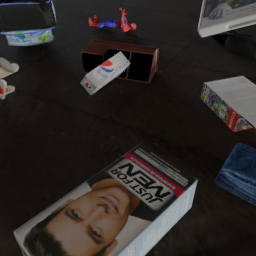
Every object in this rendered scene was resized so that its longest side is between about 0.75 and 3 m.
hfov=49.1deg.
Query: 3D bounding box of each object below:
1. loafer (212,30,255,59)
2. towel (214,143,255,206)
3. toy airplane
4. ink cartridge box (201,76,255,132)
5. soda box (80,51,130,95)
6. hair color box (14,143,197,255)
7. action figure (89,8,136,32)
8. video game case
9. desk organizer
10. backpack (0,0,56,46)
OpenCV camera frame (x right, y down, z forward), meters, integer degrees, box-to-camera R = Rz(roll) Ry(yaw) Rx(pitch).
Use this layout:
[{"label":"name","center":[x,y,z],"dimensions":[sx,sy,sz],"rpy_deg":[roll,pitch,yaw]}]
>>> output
[{"label":"loafer","center":[4.145,-3.201,10.725],"dimensions":[0.870,0.842,2.479],"rpy_deg":[-15,36,-11]},{"label":"towel","center":[3.055,1.112,5.458],"dimensions":[2.403,0.583,1.342],"rpy_deg":[24,44,27]},{"label":"toy airplane","center":[-4.220,-1.584,8.301],"dimensions":[1.738,1.232,1.745],"rpy_deg":[-3,34,-14]},{"label":"ink cartridge box","center":[3.176,-0.484,7.444],"dimensions":[1.348,0.623,2.475],"rpy_deg":[-12,41,-15]},{"label":"soda box","center":[-0.688,-1.730,8.773],"dimensions":[0.525,0.565,1.656],"rpy_deg":[50,56,-4]},{"label":"hair color box","center":[-0.235,1.517,4.736],"dimensions":[1.381,0.846,2.789],"rpy_deg":[32,49,33]},{"label":"action figure","center":[-0.677,-5.100,12.874],"dimensions":[2.320,1.148,0.757],"rpy_deg":[18,43,18]},{"label":"video game case","center":[2.827,-3.269,6.100],"dimensions":[2.343,0.301,2.577],"rpy_deg":[-4,58,35]},{"label":"desk organizer","center":[-0.283,-2.273,9.487],"dimensions":[2.454,0.880,0.945],"rpy_deg":[12,42,15]},{"label":"backpack","center":[-4.038,-4.285,11.167],"dimensions":[2.266,1.819,2.476],"rpy_deg":[-11,30,-12]}]
